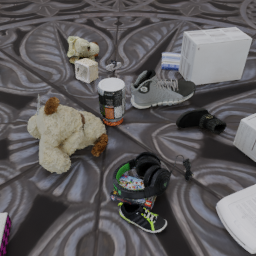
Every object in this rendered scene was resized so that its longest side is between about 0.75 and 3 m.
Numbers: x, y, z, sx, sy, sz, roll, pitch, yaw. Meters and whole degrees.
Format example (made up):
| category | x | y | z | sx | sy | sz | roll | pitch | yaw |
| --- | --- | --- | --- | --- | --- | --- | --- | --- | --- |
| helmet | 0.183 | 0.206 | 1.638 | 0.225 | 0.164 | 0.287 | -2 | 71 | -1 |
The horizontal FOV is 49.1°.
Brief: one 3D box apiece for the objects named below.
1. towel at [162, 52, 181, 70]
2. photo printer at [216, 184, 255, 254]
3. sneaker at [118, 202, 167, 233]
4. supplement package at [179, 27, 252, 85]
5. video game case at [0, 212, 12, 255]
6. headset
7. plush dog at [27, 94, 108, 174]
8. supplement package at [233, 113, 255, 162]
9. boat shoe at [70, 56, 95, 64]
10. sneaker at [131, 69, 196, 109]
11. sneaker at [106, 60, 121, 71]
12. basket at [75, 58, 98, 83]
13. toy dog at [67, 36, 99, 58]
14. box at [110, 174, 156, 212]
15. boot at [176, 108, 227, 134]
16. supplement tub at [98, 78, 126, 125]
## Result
| category | x | y | z | sx | sy | sz | roll | pitch | yaw |
| --- | --- | --- | --- | --- | --- | --- | --- | --- | --- |
| towel | 2.218 | -3.287 | 13.810 | 1.142 | 0.185 | 1.555 | 6 | 42 | 3 |
| photo printer | 3.218 | 2.190 | 6.970 | 1.761 | 0.612 | 1.465 | -17 | 44 | -18 |
| sneaker | 0.342 | 2.206 | 7.013 | 1.297 | 0.537 | 0.465 | 13 | 42 | 15 |
| supplement package | 3.713 | -3.128 | 12.236 | 2.487 | 1.937 | 1.379 | -8 | 40 | -10 |
| video game case | -4.021 | 3.246 | 5.788 | 2.618 | 0.517 | 2.888 | -6 | 40 | -7 |
| headset | 0.721 | 1.364 | 7.798 | 2.271 | 1.067 | 1.402 | -18 | 30 | -10 |
| plush dog | -1.736 | -0.023 | 8.906 | 2.176 | 2.032 | 2.533 | 4 | 34 | -37 |
| supplement package | 4.451 | 0.521 | 8.578 | 1.127 | 1.085 | 1.981 | -20 | 44 | -22 |
| boat shoe | -2.244 | -3.382 | 13.743 | 1.271 | 0.398 | 0.466 | 3 | 40 | 3 |
| sneaker | 1.304 | -1.595 | 10.465 | 2.574 | 1.486 | 0.966 | -14 | 50 | 0 |
| sneaker | -0.781 | -2.990 | 13.352 | 0.878 | 0.331 | 0.500 | -23 | 44 | -33 |
| basket | -1.838 | -2.567 | 12.466 | 0.842 | 0.834 | 0.677 | 25 | 42 | 28 |
| toy dog | -2.091 | -4.004 | 13.879 | 1.400 | 1.007 | 1.444 | -10 | -6 | 42 |
| box | 0.199 | 1.776 | 7.769 | 1.173 | 0.221 | 0.801 | 14 | 42 | 16 |
| boot | 2.559 | -0.153 | 9.780 | 1.513 | 0.569 | 1.131 | -19 | 44 | -22 |
| supplement tub | -0.554 | -0.906 | 9.922 | 0.948 | 1.547 | 0.948 | 1 | 41 | 0 |
